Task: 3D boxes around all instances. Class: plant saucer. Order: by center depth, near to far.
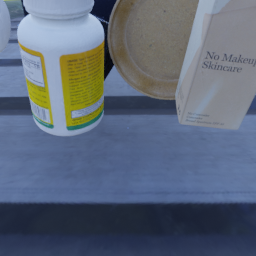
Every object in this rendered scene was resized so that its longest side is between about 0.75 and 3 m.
[{"bbox_3d":[1.009,-2.115,6.519,2.934,2.934,0.519,1,25,2],"label":"plant saucer"}]

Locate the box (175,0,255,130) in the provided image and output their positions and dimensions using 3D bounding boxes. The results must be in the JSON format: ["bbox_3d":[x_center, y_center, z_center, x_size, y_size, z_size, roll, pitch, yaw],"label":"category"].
[{"bbox_3d":[1.877,-1.435,5.377,1.377,2.901,1.128,5,42,0],"label":"box"}]

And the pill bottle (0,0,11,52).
[{"bbox_3d":[-4.118,-2.401,5.990,2.751,1.554,1.554,8,31,1],"label":"pill bottle"}]

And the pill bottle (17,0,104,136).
[{"bbox_3d":[-1.333,-1.422,5.858,1.673,2.966,1.673,2,40,-2],"label":"pill bottle"}]

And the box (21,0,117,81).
[{"bbox_3d":[-1.421,-3.032,8.022,2.607,2.651,1.557,27,64,1],"label":"box"}]
